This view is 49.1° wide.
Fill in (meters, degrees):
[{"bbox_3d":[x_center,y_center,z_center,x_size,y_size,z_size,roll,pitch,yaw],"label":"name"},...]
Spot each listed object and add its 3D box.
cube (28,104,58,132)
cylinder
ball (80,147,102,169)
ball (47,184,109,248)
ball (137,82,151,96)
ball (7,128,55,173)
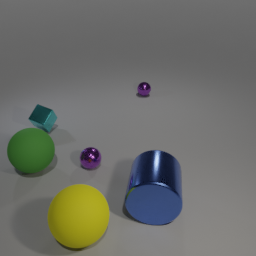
[{"bbox_3d":[-3.260,-0.374,10.786,0.700,0.700,0.700,21,69,10],"label":"cube"},{"bbox_3d":[0.701,1.522,7.328,1.400,1.400,1.400,4,30,7],"label":"cylinder"},{"bbox_3d":[-1.203,0.959,9.006,0.700,0.700,0.700,0,30,0],"label":"ball"},{"bbox_3d":[-1.128,2.007,6.453,1.400,1.400,1.400,0,30,0],"label":"ball"},{"bbox_3d":[0.812,-1.960,14.056,0.700,0.700,0.700,0,30,0],"label":"ball"},{"bbox_3d":[-2.988,0.690,8.677,1.400,1.400,1.400,0,30,0],"label":"ball"}]
